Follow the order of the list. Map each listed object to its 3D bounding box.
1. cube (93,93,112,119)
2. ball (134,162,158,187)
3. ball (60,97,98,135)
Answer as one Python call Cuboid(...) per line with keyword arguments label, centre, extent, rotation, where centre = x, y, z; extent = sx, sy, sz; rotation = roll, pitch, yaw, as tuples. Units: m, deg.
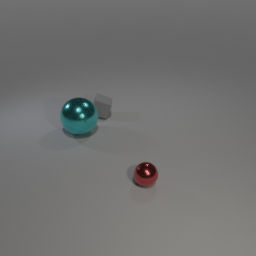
Cuboid(label="cube", centre=(-1.104, -0.921, 11.719), extent=(0.700, 0.700, 0.700), rotation=(17, 29, -12))
Cuboid(label="ball", centre=(0.512, 1.314, 7.980), extent=(0.700, 0.700, 0.700), rotation=(0, 29, 0))
Cuboid(label="ball", centre=(-1.808, -0.439, 10.395), extent=(1.400, 1.400, 1.400), rotation=(0, 29, 0))
